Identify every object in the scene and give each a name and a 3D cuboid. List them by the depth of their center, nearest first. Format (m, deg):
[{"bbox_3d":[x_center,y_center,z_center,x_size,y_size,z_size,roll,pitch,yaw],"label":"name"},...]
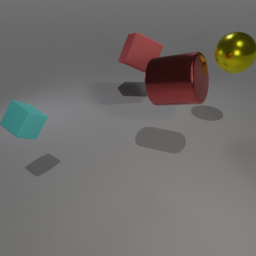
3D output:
[{"bbox_3d":[-2.626,-0.194,7.094,0.700,0.700,0.700,32,6,23],"label":"cube"},{"bbox_3d":[1.395,-1.353,7.911,1.400,1.400,1.400,1,25,33],"label":"cylinder"},{"bbox_3d":[3.709,-2.591,9.684,1.400,1.400,1.400,0,29,0],"label":"ball"},{"bbox_3d":[0.556,-3.479,13.062,1.400,1.400,1.400,19,9,-20],"label":"cube"}]
